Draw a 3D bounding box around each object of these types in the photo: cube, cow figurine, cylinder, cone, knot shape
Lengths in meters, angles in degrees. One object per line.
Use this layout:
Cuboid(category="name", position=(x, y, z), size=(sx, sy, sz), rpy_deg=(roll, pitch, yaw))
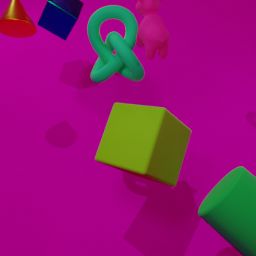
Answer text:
Cuboid(category="cube", position=(0.335, 0.335, 5.642), size=(1.242, 1.242, 1.242), rpy_deg=(10, 76, 39))
Cuboid(category="cow figurine", position=(0.451, -1.908, 5.071), size=(0.582, 1.043, 1.060), rpy_deg=(-8, 45, -15))
Cuboid(category="cylinder", position=(2.036, 1.472, 4.858), size=(1.160, 1.160, 1.160), rpy_deg=(42, 63, 11))
Cuboid(category="cone", position=(-2.746, -2.867, 6.888), size=(0.933, 0.933, 0.936), rpy_deg=(-5, 82, -4))
Cuboid(category="cube", position=(-2.141, -3.647, 8.936), size=(0.994, 0.994, 0.994), rpy_deg=(26, 48, -22))
Cuboid(category="knot shape", position=(-0.212, -1.504, 5.665), size=(0.741, 1.603, 1.500), rpy_deg=(-16, 48, -38))
